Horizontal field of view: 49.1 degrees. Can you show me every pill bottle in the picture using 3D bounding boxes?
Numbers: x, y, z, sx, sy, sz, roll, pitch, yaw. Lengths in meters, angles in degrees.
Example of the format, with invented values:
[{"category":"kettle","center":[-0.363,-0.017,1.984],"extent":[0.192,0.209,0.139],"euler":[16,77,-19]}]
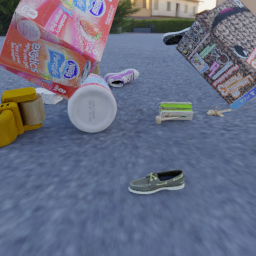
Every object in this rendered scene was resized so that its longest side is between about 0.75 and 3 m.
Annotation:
[{"category":"pill bottle","center":[-1.207,-0.956,8.998],"extent":[1.403,1.403,2.580],"euler":[-4,23,-10]}]

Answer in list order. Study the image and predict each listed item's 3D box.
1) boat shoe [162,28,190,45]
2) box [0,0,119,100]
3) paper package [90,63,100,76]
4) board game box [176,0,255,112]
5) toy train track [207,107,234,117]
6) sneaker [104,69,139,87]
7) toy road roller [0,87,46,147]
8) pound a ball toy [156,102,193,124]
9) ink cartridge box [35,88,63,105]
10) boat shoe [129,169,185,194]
[{"category":"boat shoe","center":[2.102,-3.505,10.878],"extent":[1.512,0.529,0.501],"euler":[-7,49,0]},{"category":"box","center":[-1.167,-2.237,5.536],"extent":[1.499,1.382,2.920],"euler":[26,52,-23]},{"category":"paper package","center":[-2.091,-2.545,12.598],"extent":[1.664,1.586,0.861],"euler":[-3,23,-2]},{"category":"board game box","center":[2.598,-1.829,6.789],"extent":[1.726,1.048,2.165],"euler":[-38,84,-31]},{"category":"toy train track","center":[3.291,-0.633,9.819],"extent":[1.235,0.201,0.708],"euler":[-10,25,-24]},{"category":"sneaker","center":[-0.151,-2.319,13.454],"extent":[1.764,0.639,1.006],"euler":[-17,32,-18]},{"category":"toy road roller","center":[-3.209,-0.232,7.702],"extent":[1.904,1.170,1.390],"euler":[-14,38,-19]},{"category":"pound a ball toy","center":[1.468,-0.398,9.039],"extent":[1.198,0.509,0.781],"euler":[0,48,1]},{"category":"ink cartridge box","center":[-3.082,-1.245,10.957],"extent":[1.313,0.445,0.762],"euler":[5,23,12]},{"category":"boat shoe","center":[0.575,1.045,5.580],"extent":[1.153,0.345,0.412],"euler":[-5,23,-11]}]
